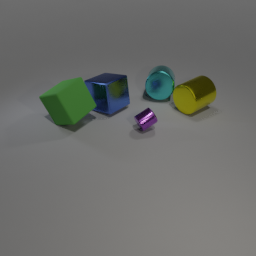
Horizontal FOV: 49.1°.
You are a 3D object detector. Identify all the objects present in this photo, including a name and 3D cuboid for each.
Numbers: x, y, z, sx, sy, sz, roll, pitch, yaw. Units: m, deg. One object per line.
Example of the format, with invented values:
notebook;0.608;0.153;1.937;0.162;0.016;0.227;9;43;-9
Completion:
cube;-2.447;-1.080;11.469;1.400;1.400;1.400;0;35;45
cylinder;1.611;-2.262;13.853;1.400;1.400;1.400;5;25;8
cylinder;0.710;-0.347;11.201;0.700;0.700;0.700;-34;39;-7
cube;-0.925;-1.613;12.755;1.400;1.400;1.400;15;33;38
cylinder;2.991;-1.497;12.626;1.400;1.400;1.400;-26;40;-28
